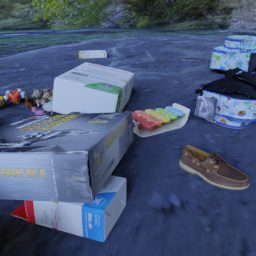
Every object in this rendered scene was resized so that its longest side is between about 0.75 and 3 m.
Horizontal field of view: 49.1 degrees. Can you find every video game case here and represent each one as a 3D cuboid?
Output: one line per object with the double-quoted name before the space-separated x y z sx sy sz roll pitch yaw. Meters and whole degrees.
"video game case" 2.101 -0.551 7.608 0.077 0.578 0.809 3 11 -21

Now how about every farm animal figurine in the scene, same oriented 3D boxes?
"farm animal figurine" -2.778 -0.932 9.288 1.158 0.721 1.434 -18 29 -35

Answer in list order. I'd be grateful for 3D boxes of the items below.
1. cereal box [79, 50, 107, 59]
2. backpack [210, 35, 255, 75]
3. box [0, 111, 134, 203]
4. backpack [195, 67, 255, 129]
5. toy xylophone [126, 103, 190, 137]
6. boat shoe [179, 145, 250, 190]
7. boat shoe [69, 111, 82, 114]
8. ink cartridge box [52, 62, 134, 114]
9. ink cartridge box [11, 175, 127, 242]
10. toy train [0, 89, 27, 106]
"cereal box" -2.445 -5.094 19.347 1.867 0.369 1.344 -4 24 -8
"backpack" 5.662 -3.711 14.249 2.597 1.909 2.377 16 24 40
"box" -1.306 0.308 5.027 2.351 0.717 2.968 -2 13 13
"backpack" 3.127 -0.775 8.078 1.857 1.431 1.769 -30 32 -32
"toy xylophone" 0.680 -0.287 8.063 2.034 0.511 1.489 -18 29 -36
"boat shoe" 1.686 0.770 5.625 0.541 0.508 1.503 -21 31 -40
"boat shoe" -1.374 -0.103 7.543 0.459 0.532 1.463 0 22 -39
"ink cartridge box" -1.004 -1.220 9.132 1.901 1.102 2.625 14 25 6
"ink cartridge box" -0.978 1.146 4.645 1.702 0.572 0.989 8 22 18
"toy train" -4.642 -0.973 9.693 1.973 0.549 1.482 4 22 2
